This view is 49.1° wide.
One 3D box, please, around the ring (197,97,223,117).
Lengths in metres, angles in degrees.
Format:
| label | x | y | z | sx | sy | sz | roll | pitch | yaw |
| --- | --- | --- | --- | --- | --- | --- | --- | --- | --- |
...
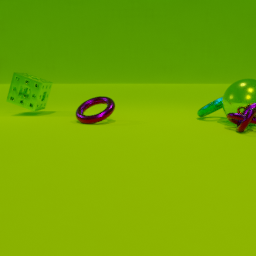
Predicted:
| label | x | y | z | sx | sy | sz | roll | pitch | yaw |
| --- | --- | --- | --- | --- | --- | --- | --- | --- | --- |
| ring | 2.817 | -0.709 | 9.036 | 1.258 | 0.252 | 1.258 | -25 | -9 | -4 |

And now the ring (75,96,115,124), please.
| label | x | y | z | sx | sy | sz | roll | pitch | yaw |
| --- | --- | --- | --- | --- | --- | --- | --- | --- | --- |
| ring | -0.988 | -0.558 | 8.468 | 1.250 | 0.250 | 1.250 | -11 | 36 | 9 |

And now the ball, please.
| label | x | y | z | sx | sy | sz | roll | pitch | yaw |
| --- | --- | --- | --- | --- | --- | --- | --- | --- | --- |
| ball | 3.348 | -0.722 | 7.889 | 1.325 | 1.325 | 1.325 | 0 | 10 | 0 |

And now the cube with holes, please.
| label | x | y | z | sx | sy | sz | roll | pitch | yaw |
| --- | --- | --- | --- | --- | --- | --- | --- | --- | --- |
| cube with holes | -3.552 | -1.327 | 10.199 | 1.065 | 1.065 | 1.065 | 19 | 10 | 0 |

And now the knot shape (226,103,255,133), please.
| label | x | y | z | sx | sy | sz | roll | pitch | yaw |
| --- | --- | --- | --- | --- | --- | --- | --- | --- | --- |
| knot shape | 3.065 | -0.287 | 6.963 | 0.994 | 0.491 | 1.062 | -20 | 5 | 4 |
